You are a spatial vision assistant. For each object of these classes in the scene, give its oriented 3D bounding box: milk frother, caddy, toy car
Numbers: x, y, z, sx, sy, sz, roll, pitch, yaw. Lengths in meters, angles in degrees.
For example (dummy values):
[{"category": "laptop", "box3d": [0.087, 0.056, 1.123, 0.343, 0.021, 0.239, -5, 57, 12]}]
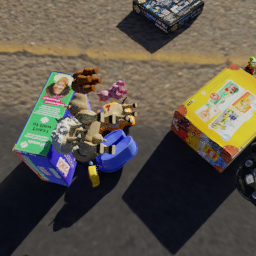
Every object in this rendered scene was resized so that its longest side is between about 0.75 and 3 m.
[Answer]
[{"category": "milk frother", "box3d": [2.653, 0.830, 4.339, 1.430, 1.345, 1.291, -9, 52, 43]}, {"category": "caddy", "box3d": [-0.352, 0.679, 8.011, 1.307, 0.686, 0.924, -37, 43, -18]}, {"category": "toy car", "box3d": [-0.443, 0.320, 8.089, 1.281, 0.869, 2.611, 1, 60, 1]}]

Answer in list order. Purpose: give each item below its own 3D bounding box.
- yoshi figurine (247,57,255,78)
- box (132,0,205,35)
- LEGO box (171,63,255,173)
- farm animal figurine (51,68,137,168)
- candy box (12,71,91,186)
[{"category": "yoshi figurine", "box3d": [4.611, -2.108, 9.689, 0.597, 0.599, 1.066, -1, 56, -19]}, {"category": "box", "box3d": [1.613, -4.929, 11.295, 2.096, 0.521, 2.080, -39, 67, -20]}, {"category": "LEGO box", "box3d": [2.973, -0.390, 8.376, 2.726, 1.052, 2.030, -38, 67, -19]}, {"category": "farm animal figurine", "box3d": [-0.797, -0.195, 6.141, 1.127, 2.162, 2.138, -3, 65, 29]}, {"category": "candy box", "box3d": [-1.830, 0.073, 7.549, 0.925, 2.030, 2.401, 9, 61, 9]}]
